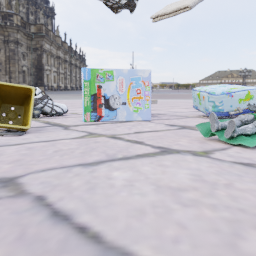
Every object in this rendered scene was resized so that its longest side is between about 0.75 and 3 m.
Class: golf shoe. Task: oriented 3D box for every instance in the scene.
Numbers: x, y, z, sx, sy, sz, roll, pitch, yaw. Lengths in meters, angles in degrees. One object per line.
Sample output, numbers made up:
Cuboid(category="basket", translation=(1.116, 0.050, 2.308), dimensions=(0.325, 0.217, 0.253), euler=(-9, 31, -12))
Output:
Cuboid(category="golf shoe", translation=(-3.388, -1.042, 11.403), dimensions=(0.990, 1.203, 2.547), euler=(3, 6, 29))
Cuboid(category="golf shoe", translation=(-0.623, -4.460, 9.843), dimensions=(2.022, 0.955, 0.786), euler=(4, 42, -6))

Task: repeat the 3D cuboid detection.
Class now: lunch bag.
Cuboid(category="lunch bag", translation=(3.887, -1.154, 11.194), dimensions=(2.105, 1.080, 2.619), euler=(-9, 13, -7))

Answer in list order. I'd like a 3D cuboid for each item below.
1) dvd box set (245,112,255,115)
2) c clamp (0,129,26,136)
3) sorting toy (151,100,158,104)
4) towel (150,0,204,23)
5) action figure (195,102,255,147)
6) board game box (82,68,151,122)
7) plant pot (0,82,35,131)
Cuboid(category="dvd box set", translation=(5.287, -0.764, 12.557), dimensions=(2.204, 0.324, 1.613), euler=(2, 8, 19))
Cuboid(category="c clamp", translation=(-2.697, 0.111, 6.373), dimensions=(0.697, 0.111, 0.816), euler=(3, 4, -16))
Cuboid(category="sorting toy", translation=(0.052, -0.873, 12.001), dimensions=(1.978, 0.688, 1.966), euler=(3, 7, 22))
Cuboid(category="towel", translation=(1.746, -4.165, 9.728), dimensions=(1.849, 0.319, 1.225), euler=(4, 41, 48))
Cuboid(category="action figure", translation=(2.761, -0.109, 5.644), dimensions=(2.400, 0.656, 1.418), euler=(-6, 21, -26))
Cuboid(category="board game box", translation=(-0.365, -1.116, 9.506), dimensions=(2.340, 1.770, 0.428), euler=(-2, 7, -15))
Cuboid(category="plant pot", translation=(-2.842, -0.425, 6.804), dimensions=(1.028, 1.021, 1.051), euler=(6, -13, -17))
